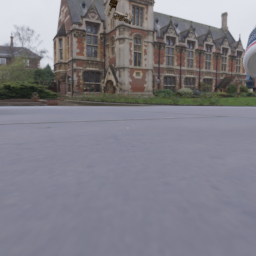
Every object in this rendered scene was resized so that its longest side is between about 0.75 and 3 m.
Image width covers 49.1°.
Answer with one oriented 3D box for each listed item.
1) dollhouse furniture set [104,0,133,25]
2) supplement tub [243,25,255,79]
[{"bbox_3d":[-0.392,-4.427,10.495,0.918,0.651,1.000,-1,32,-41],"label":"dollhouse furniture set"},{"bbox_3d":[3.238,-1.853,6.432,0.977,0.977,1.392,3,47,30],"label":"supplement tub"}]
